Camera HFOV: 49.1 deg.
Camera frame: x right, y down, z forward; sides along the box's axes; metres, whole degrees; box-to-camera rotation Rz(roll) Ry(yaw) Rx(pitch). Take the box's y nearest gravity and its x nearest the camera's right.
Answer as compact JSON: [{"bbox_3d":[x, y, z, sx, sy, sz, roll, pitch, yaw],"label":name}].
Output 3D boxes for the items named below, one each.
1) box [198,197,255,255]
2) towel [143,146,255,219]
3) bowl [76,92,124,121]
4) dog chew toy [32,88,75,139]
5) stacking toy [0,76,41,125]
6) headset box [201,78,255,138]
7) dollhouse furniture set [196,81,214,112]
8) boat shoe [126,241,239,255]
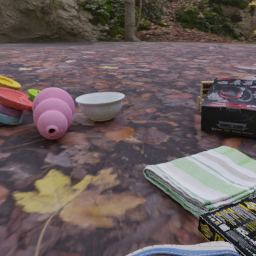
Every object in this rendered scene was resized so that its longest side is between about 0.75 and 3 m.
[{"bbox_3d":[1.959,1.686,4.224,1.148,0.355,1.438,-9,23,-26],"label":"box"},{"bbox_3d":[1.884,0.958,6.062,2.574,0.395,1.920,-12,25,-29],"label":"towel"},{"bbox_3d":[-0.947,-0.721,9.835,1.717,0.772,1.717,-3,19,1],"label":"bowl"},{"bbox_3d":[-2.265,-0.384,8.479,1.314,1.314,2.109,-4,29,-10],"label":"dog chew toy"},{"bbox_3d":[-3.891,-0.713,10.257,2.645,1.234,2.922,19,14,-29],"label":"stacking toy"},{"bbox_3d":[3.497,-0.678,8.996,1.908,0.963,2.568,8,33,24],"label":"headset box"},{"bbox_3d":[3.370,-1.240,11.020,1.335,0.946,1.453,-2,21,-5],"label":"dollhouse furniture set"},{"bbox_3d":[0.623,1.846,3.389,1.805,0.652,0.653,-7,28,-10],"label":"boat shoe"}]
